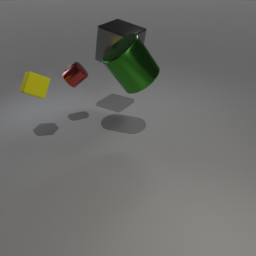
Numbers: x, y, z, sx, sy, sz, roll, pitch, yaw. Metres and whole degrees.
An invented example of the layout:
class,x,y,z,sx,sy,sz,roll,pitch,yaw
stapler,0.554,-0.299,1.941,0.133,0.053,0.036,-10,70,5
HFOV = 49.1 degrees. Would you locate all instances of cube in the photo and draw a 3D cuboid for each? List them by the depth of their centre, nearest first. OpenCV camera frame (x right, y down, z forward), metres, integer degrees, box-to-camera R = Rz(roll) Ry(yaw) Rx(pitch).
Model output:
class,x,y,z,sx,sy,sz,roll,pitch,yaw
cube,-3.104,-1.426,9.348,0.700,0.700,0.700,17,-1,-32
cube,-0.298,-3.289,11.041,1.400,1.400,1.400,27,41,20

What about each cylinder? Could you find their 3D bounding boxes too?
class,x,y,z,sx,sy,sz,roll,pitch,yaw
cylinder,0.109,-2.095,9.207,1.400,1.400,1.400,-28,33,20
cylinder,-1.968,-1.991,10.473,0.700,0.700,0.700,-37,24,15
